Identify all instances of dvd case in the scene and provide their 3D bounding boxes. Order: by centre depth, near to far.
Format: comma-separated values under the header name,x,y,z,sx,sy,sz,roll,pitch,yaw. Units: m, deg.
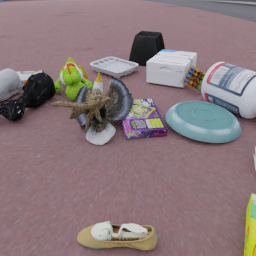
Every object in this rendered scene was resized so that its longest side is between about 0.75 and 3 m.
name,x,y,z,sx,sy,sz,roll,pitch,yaw
dvd case,-5.527,-2.714,14.769,2.007,0.176,1.432,-6,32,-10

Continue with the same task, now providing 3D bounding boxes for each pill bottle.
name,x,y,z,sx,sy,sz,roll,pitch,yaw
pill bottle,4.585,-1.390,11.074,1.769,1.769,2.959,-21,38,-30

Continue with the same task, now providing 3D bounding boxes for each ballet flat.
name,x,y,z,sx,sy,sz,roll,pitch,yaw
ballet flat,-0.247,2.291,6.160,1.779,0.561,0.611,1,31,3

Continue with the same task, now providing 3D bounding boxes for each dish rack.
name,x,y,z,sx,sy,sz,roll,pitch,yaw
dish rack,-0.757,-3.330,15.488,2.244,0.488,1.926,23,37,33

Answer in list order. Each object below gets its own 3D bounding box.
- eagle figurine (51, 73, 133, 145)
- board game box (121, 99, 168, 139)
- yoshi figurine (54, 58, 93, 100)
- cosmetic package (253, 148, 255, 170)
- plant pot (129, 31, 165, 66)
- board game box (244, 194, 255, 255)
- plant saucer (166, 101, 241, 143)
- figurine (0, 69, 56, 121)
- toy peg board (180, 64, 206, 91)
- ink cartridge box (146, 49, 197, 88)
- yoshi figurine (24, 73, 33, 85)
name,x,y,z,sx,sy,sz,roll,pitch,yaw
eagle figurine,-1.085,-0.921,10.375,2.271,2.259,2.994,36,8,-2
board game box,0.473,-0.430,10.860,1.532,0.412,2.552,0,31,-9
yoshi figurine,-2.507,-2.060,12.933,1.665,1.671,2.973,36,8,-18
cosmetic package,4.545,0.785,7.957,1.526,1.259,1.258,8,32,13
plant pot,1.215,-4.788,16.745,1.902,1.687,1.897,12,34,16
board game box,3.089,2.531,5.719,1.270,0.595,2.501,12,33,19
plant saucer,2.836,-0.376,10.510,2.819,0.386,2.819,5,30,-3
figurine,-5.011,-1.323,11.636,2.909,1.252,2.839,10,37,17
toy peg board,3.083,-2.306,12.829,0.941,0.945,0.462,27,3,-15
ink cartridge box,2.298,-3.171,14.543,1.969,1.155,2.689,13,33,20
yoshi figurine,-4.166,-1.959,13.187,1.634,0.918,0.915,11,-10,43
